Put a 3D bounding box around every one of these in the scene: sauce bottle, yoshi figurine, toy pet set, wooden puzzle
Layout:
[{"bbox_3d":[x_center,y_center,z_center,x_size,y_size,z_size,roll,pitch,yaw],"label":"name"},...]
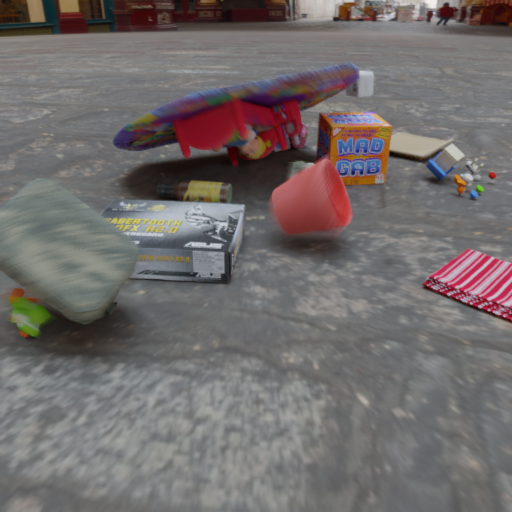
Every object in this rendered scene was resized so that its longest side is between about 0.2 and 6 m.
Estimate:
[{"bbox_3d":[-1.273,-1.303,11.549,1.521,0.492,0.492,5,27,13],"label":"sauce bottle"},{"bbox_3d":[-3.043,0.736,7.583,0.489,0.487,0.869,-8,30,-30],"label":"yoshi figurine"},{"bbox_3d":[4.452,-1.767,12.549,1.302,0.740,1.394,48,47,10],"label":"toy pet set"},{"bbox_3d":[4.115,-2.908,14.934,1.765,0.329,1.633,16,31,37],"label":"wooden puzzle"}]

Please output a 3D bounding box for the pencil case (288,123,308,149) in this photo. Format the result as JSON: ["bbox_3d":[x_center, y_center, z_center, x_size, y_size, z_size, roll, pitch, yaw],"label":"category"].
[{"bbox_3d":[0.618,-3.473,15.513,1.753,0.726,0.759,25,30,38],"label":"pencil case"}]

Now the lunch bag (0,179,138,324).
[{"bbox_3d":[-2.522,0.053,7.252,1.754,1.471,1.222,36,61,-4],"label":"lunch bag"}]

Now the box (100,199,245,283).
[{"bbox_3d":[-1.504,-0.307,9.445,2.475,0.598,1.961,3,28,6],"label":"box"}]

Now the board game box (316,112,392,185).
[{"bbox_3d":[2.196,-2.482,12.895,1.343,1.343,1.344,-2,27,-6],"label":"board game box"}]

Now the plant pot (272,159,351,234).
[{"bbox_3d":[0.914,-0.920,9.534,1.046,1.182,1.182,-18,20,24],"label":"plant pot"}]

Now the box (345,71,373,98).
[{"bbox_3d":[2.536,-4.231,13.776,0.475,0.552,0.555,-17,28,-23],"label":"box"}]

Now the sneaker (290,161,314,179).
[{"bbox_3d":[1.030,-1.340,11.078,0.792,0.913,2.060,-10,26,-15],"label":"sneaker"}]

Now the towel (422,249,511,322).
[{"bbox_3d":[3.836,0.484,8.304,2.212,0.249,1.599,23,34,38],"label":"towel"}]

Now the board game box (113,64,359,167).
[{"bbox_3d":[-0.267,-2.732,12.512,5.606,1.092,4.429,-18,4,-22],"label":"board game box"}]
